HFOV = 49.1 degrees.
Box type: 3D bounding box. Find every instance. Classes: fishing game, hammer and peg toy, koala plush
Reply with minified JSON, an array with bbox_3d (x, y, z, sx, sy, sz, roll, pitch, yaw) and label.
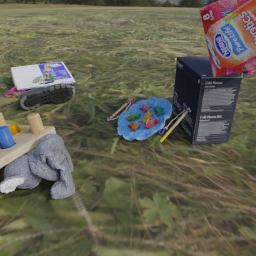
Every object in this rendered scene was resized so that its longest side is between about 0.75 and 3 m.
[{"bbox_3d":[0.409,-0.358,8.128,1.802,0.391,2.517,-43,37,-16],"label":"fishing game"},{"bbox_3d":[-3.190,0.627,5.954,2.146,1.029,2.918,2,26,33],"label":"hammer and peg toy"},{"bbox_3d":[-1.972,0.828,5.915,1.391,1.278,1.234,-16,30,-5],"label":"koala plush"}]

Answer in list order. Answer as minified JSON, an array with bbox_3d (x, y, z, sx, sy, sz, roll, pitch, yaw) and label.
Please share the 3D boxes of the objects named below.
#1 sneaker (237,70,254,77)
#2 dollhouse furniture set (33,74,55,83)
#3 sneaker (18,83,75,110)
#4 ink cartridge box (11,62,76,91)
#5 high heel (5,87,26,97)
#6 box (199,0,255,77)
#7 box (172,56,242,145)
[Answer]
[{"bbox_3d":[4.503,-2.618,12.247,2.778,1.120,1.037,-22,38,-36],"label":"sneaker"},{"bbox_3d":[-3.326,-1.897,11.080,0.789,0.304,0.394,-15,38,10],"label":"dollhouse furniture set"},{"bbox_3d":[-2.931,-1.248,10.070,2.040,0.769,0.808,-15,30,-27],"label":"sneaker"},{"bbox_3d":[-3.586,-2.057,11.783,2.285,0.543,2.313,-11,39,-22],"label":"ink cartridge box"},{"bbox_3d":[-4.181,-1.248,10.602,1.023,0.344,0.490,25,57,23],"label":"high heel"},{"bbox_3d":[2.791,-2.138,5.887,1.323,1.382,2.772,-3,20,43],"label":"box"},{"bbox_3d":[2.143,-0.885,8.143,1.105,1.933,2.123,-4,29,-7],"label":"box"}]
